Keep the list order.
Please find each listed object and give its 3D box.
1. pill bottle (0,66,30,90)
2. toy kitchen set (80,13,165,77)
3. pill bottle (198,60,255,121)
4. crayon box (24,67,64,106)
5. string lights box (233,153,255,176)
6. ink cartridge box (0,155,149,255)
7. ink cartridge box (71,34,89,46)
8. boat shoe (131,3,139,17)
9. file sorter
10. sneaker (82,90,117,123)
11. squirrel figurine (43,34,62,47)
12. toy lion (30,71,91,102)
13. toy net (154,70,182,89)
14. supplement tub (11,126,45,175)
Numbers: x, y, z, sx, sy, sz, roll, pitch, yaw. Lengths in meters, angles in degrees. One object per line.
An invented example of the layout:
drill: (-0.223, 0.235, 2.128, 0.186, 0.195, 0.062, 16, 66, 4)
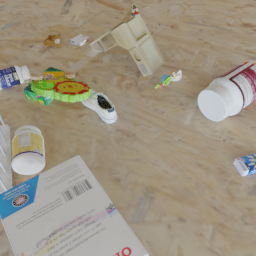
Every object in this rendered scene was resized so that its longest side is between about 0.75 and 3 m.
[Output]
pill bottle: (-4.832, -2.140, 11.662, 1.378, 0.765, 0.765, -23, 51, -20)
toy kitchen set: (-0.414, -3.112, 12.455, 2.200, 2.433, 2.696, -44, 21, -29)
pill bottle: (3.949, -1.374, 10.442, 2.617, 1.494, 1.494, -31, 54, -25)
crayon box: (-3.254, -1.738, 11.453, 1.029, 0.504, 1.732, 20, 50, 17)
string lights box: (3.970, 1.139, 8.918, 1.026, 0.302, 0.527, -13, 48, -12)
ink cartridge box: (-1.246, 2.612, 6.314, 2.129, 2.092, 2.892, -26, 52, -22)
ink cartridge box: (-2.424, -4.480, 14.256, 0.642, 0.225, 0.789, 24, 44, 21)
boat shoe: (0.410, -6.802, 16.267, 0.428, 0.376, 1.203, -3, 48, -5)
file sorter: (-4.828, 0.631, 8.362, 2.044, 1.834, 2.946, -14, 49, -12)
sneaker: (-1.120, -1.051, 10.629, 0.764, 0.741, 2.092, -31, 55, -32)
squirrel figurine: (-3.803, -4.358, 13.861, 0.880, 0.623, 0.821, -29, 47, -28)
toy lion: (-2.461, -1.470, 10.395, 2.002, 0.687, 1.919, -8, 35, -25)
toy net: (1.789, -1.979, 11.634, 1.609, 0.844, 0.311, -22, 62, -44)
supplement tub: (-3.156, 0.684, 8.883, 0.985, 0.985, 1.355, -11, 48, -10)
